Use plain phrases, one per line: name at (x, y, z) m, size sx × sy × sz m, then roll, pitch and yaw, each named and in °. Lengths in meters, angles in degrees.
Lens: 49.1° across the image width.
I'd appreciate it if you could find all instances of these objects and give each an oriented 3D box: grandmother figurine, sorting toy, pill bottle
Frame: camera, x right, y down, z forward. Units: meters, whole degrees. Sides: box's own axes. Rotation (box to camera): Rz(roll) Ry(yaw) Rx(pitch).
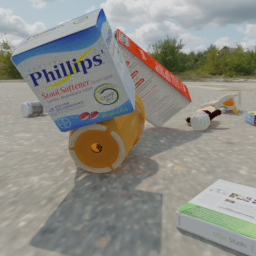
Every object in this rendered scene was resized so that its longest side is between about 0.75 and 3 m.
grandmother figurine at (2.594, -0.379, 9.499) m, size 1.378 × 0.688 × 2.272 m, roll -27°, pitch 2°, yaw 27°
sorting toy at (4.326, -1.150, 12.930) m, size 1.505 × 0.893 × 1.672 m, roll -2°, pitch 10°, yaw 33°
pill bottle at (-3.832, -0.803, 11.589) m, size 0.581 × 0.581 × 1.021 m, roll 10°, pitch 15°, yaw 40°

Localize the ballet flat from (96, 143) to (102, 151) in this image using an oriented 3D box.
ballet flat at (-0.355, 0.115, 6.411) m, size 0.622 × 0.624 × 1.862 m, roll -16°, pitch 3°, yaw 9°

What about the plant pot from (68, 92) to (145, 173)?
plant pot at (-0.485, 0.039, 5.465) m, size 1.613 × 1.613 × 1.476 m, roll 1°, pitch 27°, yaw 5°

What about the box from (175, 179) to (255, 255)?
box at (1.324, 1.032, 3.496) m, size 0.948 × 0.239 × 1.313 m, roll 10°, pitch 14°, yaw 39°

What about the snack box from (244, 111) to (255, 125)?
snack box at (4.843, -0.348, 9.786) m, size 1.214 × 0.411 × 1.024 m, roll 2°, pitch 11°, yaw 3°

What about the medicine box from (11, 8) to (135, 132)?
medicine box at (-0.740, -0.824, 4.313) m, size 1.334 × 1.464 × 0.754 m, roll -16°, pitch 39°, yaw 13°

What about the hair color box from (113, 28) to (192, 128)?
hair color box at (0.340, -1.353, 8.303) m, size 2.932 × 1.488 × 0.898 m, roll 33°, pitch 33°, yaw -28°
